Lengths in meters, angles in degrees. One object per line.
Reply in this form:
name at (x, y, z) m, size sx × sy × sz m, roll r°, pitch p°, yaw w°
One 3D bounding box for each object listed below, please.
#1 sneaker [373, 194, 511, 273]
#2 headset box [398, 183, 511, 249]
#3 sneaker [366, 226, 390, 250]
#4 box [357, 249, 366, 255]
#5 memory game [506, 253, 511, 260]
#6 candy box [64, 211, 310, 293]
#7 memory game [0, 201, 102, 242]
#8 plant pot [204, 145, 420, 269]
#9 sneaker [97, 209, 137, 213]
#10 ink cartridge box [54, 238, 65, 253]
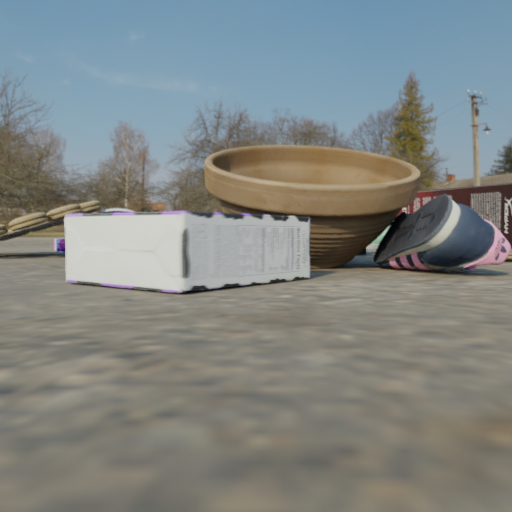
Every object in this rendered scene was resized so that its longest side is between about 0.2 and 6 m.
sneaker at (2.104, -0.070, 6.699) m, size 0.942 × 0.806 × 2.296 m, roll 28°, pitch -3°, yaw -2°
headset box at (4.029, -0.662, 10.051) m, size 2.079 × 1.079 × 2.793 m, roll -1°, pitch 1°, yaw -33°
sneaker at (3.098, -0.782, 14.975) m, size 2.090 × 1.232 × 0.769 m, roll -3°, pitch 5°, yaw -27°
box at (1.117, -0.588, 11.374) m, size 1.363 × 1.140 × 1.835 m, roll -1°, pitch 2°, yaw -38°
memory game at (3.344, -0.033, 9.428) m, size 2.242 × 0.143 × 2.242 m, roll 3°, pitch 1°, yaw 0°
candy box at (-0.588, -0.075, 5.273) m, size 1.517 × 0.647 × 1.808 m, roll 2°, pitch 3°, yaw 37°
memory game at (-4.522, -0.539, 10.732) m, size 3.260 × 0.208 × 3.260 m, roll -17°, pitch 6°, yaw 2°
plant pot at (0.697, -0.636, 7.441) m, size 2.747 × 1.268 × 2.747 m, roll 1°, pitch 20°, yaw 0°
sneaker at (-2.415, -0.486, 11.027) m, size 2.525 × 0.953 × 1.437 m, roll 2°, pitch 0°, yaw -3°
ink cartridge box at (-4.315, -0.267, 13.569) m, size 1.046 × 0.368 × 1.753 m, roll -1°, pitch 5°, yaw -22°
